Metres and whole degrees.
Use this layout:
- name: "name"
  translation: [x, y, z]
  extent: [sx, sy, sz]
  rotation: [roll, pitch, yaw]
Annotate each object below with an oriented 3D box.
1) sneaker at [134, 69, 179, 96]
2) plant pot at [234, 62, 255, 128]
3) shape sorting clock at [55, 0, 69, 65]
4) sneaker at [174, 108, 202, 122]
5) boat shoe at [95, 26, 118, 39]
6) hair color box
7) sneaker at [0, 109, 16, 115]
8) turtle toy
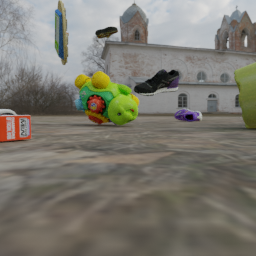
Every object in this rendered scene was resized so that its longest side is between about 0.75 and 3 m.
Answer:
- name: "sneaker"
  translation: [1.249, -2.085, 12.253]
  extent: [2.289, 1.002, 0.867]
  rotation: [-15, 36, -30]
- name: "plant pot"
  translation: [4.219, -1.027, 7.459]
  extent: [2.393, 2.602, 2.602]
  rotation: [-11, -2, 24]
- name: "shape sorting clock"
  translation: [-2.145, -3.089, 9.188]
  extent: [0.396, 2.019, 2.019]
  rotation: [-2, 3, -20]
- name: "sneaker"
  translation: [3.223, -0.698, 15.582]
  extent: [0.767, 0.741, 1.838]
  rotation: [-9, 8, -34]
- name: "boat shoe"
  translation: [-0.740, -3.344, 9.870]
  extent: [0.810, 0.307, 0.299]
  rotation: [-6, -32, 12]
- name: "hair color box"
  translation: [-2.158, 0.008, 4.059]
  extent: [0.706, 0.407, 1.273]
  rotation: [2, 5, 40]
- name: "sneaker"
  translation: [-2.899, -0.096, 4.815]
  extent: [0.985, 0.643, 1.761]
  rotation: [-2, -6, 26]
- name: "turtle toy"
  translation: [-0.724, -0.875, 10.027]
  extent: [2.154, 1.494, 2.956]
  rotation: [31, -16, -38]
